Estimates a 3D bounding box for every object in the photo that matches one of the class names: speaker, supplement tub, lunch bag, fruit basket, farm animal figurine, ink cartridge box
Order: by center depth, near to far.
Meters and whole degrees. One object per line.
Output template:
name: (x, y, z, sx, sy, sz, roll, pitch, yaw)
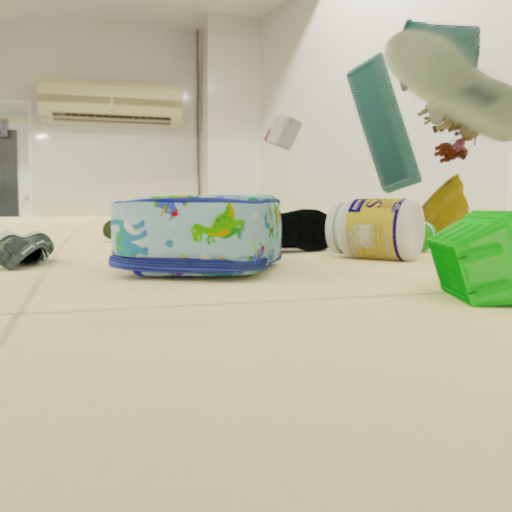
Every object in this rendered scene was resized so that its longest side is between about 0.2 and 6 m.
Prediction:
fruit basket: (2.566, 0.017, 5.581, 1.441, 1.040, 1.441, -18, 4, 1)
lunch bag: (-0.781, -0.346, 8.016, 2.197, 1.127, 2.733, 2, 6, 7)
supplement tub: (2.053, -0.465, 9.687, 1.472, 1.070, 1.070, 4, 6, 34)
speaker: (2.825, -0.366, 10.976, 1.478, 0.654, 0.654, -2, 6, -29)
farm animal figurine: (4.318, -2.833, 11.945, 0.878, 1.666, 1.684, -17, 21, 41)
ink cartridge box: (0.627, -2.929, 13.272, 0.403, 0.710, 0.974, 22, 10, -22)

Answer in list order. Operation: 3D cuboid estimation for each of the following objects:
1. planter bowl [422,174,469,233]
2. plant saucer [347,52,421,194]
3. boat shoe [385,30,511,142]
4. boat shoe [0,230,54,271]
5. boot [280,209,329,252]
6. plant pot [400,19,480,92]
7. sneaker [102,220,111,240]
planter bowl: (4.859, -1.027, 14.529, 0.879, 2.111, 2.111, 44, 22, 18)
plant saucer: (2.863, -2.981, 12.832, 0.289, 3.047, 1.065, -19, 2, -36)
boat shoe: (2.137, -1.737, 5.993, 1.789, 0.624, 0.637, 33, 1, 5)
boat shoe: (-3.562, -0.016, 8.739, 0.544, 0.641, 1.760, 44, 1, 3)
boot: (0.214, -0.478, 11.620, 2.328, 0.861, 1.908, -3, 1, -36)
plant pot: (3.058, -3.320, 9.287, 1.140, 1.164, 1.164, 9, 8, 25)
sneaker: (-2.878, -0.671, 14.057, 1.982, 0.665, 0.890, 2, 0, -8)
